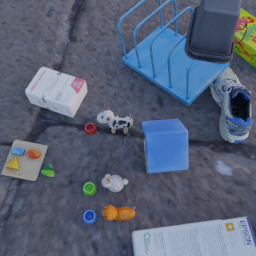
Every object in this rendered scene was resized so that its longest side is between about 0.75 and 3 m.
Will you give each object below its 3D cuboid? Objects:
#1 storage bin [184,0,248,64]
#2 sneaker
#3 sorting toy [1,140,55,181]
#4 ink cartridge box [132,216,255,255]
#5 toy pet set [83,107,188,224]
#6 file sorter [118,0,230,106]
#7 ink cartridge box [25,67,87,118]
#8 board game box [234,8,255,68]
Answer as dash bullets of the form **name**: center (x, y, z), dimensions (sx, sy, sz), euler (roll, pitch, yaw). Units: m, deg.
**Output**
- **storage bin**: center (2.229, -2.690, 6.711), dimensions (1.389, 1.282, 1.908), euler (13, 61, 8)
- **sneaker**: center (3.147, -0.929, 8.213), dimensions (1.008, 1.115, 2.617), euler (-3, 61, -2)
- **sorting toy**: center (-2.643, 0.899, 7.742), dimensions (1.472, 0.217, 1.088), euler (10, 62, 6)
- **ink cartridge box**: center (1.595, 3.489, 6.065), dimensions (2.740, 0.593, 2.690), euler (-7, 61, 0)
- **toy pet set**: center (0.092, 0.722, 7.094), dimensions (2.690, 1.530, 2.881), euler (-4, 62, -2)
- **file sorter**: center (1.348, -2.515, 8.407), dimensions (1.981, 1.752, 2.855), euler (-43, 61, -14)
- **ink cartridge box**: center (-2.160, -1.113, 8.585), dimensions (1.498, 0.620, 1.098), euler (19, 64, 10)
- **board game box**: center (4.314, -2.967, 9.596), dimensions (1.249, 0.585, 2.459), euler (-34, 67, -17)
